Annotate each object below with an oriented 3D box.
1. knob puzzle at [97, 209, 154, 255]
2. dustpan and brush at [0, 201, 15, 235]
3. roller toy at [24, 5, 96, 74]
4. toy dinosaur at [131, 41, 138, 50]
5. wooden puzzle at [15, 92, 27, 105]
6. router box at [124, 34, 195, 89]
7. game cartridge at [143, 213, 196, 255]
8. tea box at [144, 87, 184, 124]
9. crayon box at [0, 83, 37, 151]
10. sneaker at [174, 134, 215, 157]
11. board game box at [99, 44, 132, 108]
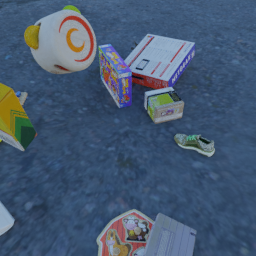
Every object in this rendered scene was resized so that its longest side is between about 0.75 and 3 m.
[{"bbox_3d":[0.120,2.995,7.430,2.138,0.296,2.138,0,42,0],"label":"knob puzzle"},{"bbox_3d":[-4.022,2.771,7.667,1.062,0.435,1.522,35,46,29],"label":"dustpan and brush"},{"bbox_3d":[-2.208,-2.813,9.427,1.488,1.942,2.129,1,40,40],"label":"roller toy"},{"bbox_3d":[0.566,-3.947,14.822,0.764,0.575,1.495,-4,58,-9],"label":"toy dinosaur"},{"bbox_3d":[-5.003,-1.315,12.232,0.981,0.227,0.909,0,42,0],"label":"wooden puzzle"},{"bbox_3d":[1.403,-3.196,13.376,2.620,0.713,2.919,21,58,27],"label":"router box"},{"bbox_3d":[1.007,3.134,7.011,1.179,0.349,1.818,23,42,7],"label":"game cartridge"},{"bbox_3d":[1.441,-0.935,11.372,1.212,0.810,1.192,-13,44,-13],"label":"tea box"},{"bbox_3d":[-3.478,-0.555,7.079,1.695,2.670,0.678,26,64,11],"label":"crayon box"},{"bbox_3d":[2.401,0.420,9.978,1.534,0.680,0.590,20,46,20],"label":"sneaker"},{"bbox_3d":[-0.581,-2.314,12.224,0.570,1.712,2.546,-15,44,-16],"label":"board game box"}]
